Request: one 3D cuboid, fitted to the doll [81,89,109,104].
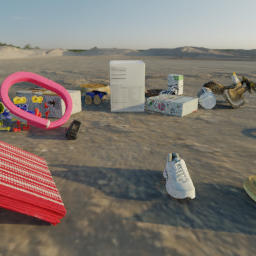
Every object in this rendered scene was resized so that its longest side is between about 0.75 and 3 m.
[{"bbox_3d":[-1.795,-1.787,15.303,1.527,0.542,2.239,-1,17,5],"label":"doll"}]

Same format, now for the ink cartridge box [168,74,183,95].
[{"bbox_3d":[2.871,-2.639,17.038,0.841,1.152,0.486,14,25,41],"label":"ink cartridge box"}]

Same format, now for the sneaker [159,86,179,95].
[{"bbox_3d":[2.590,-1.964,15.814,1.582,0.554,0.858,-24,23,-38],"label":"sneaker"}]

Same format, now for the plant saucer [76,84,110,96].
[{"bbox_3d":[-2.144,-2.450,17.587,2.544,0.450,2.544,0,18,0],"label":"plant saucer"}]

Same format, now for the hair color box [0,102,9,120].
[{"bbox_3d":[-5.413,-0.751,12.115,0.768,0.470,1.552,-11,21,-31],"label":"hair color box"}]

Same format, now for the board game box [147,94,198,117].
[{"bbox_3d":[2.051,-1.105,13.022,1.909,0.614,1.409,15,23,38],"label":"board game box"}]

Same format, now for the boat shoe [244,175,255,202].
[{"bbox_3d":[3.000,1.303,5.312,0.701,0.604,1.921,-5,18,-14],"label":"boat shoe"}]

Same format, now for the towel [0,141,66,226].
[{"bbox_3d":[-2.394,0.873,5.646,1.965,0.305,2.717,30,2,-29],"label":"towel"}]

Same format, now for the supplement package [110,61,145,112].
[{"bbox_3d":[-0.048,-2.074,13.467,1.601,2.177,2.082,-1,18,-1],"label":"supplement package"}]

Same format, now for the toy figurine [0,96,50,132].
[{"bbox_3d":[-4.326,-0.359,10.703,2.414,1.273,1.446,-7,-10,-28],"label":"toy figurine"}]

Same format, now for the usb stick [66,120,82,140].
[{"bbox_3d":[-1.873,0.056,9.809,0.408,0.240,1.471,22,17,-9],"label":"usb stick"}]

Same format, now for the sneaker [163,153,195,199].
[{"bbox_3d":[1.097,1.039,6.196,0.563,0.608,1.499,0,19,-6],"label":"sneaker"}]

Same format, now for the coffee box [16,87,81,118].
[{"bbox_3d":[-3.546,-1.183,12.598,2.490,0.993,1.424,8,19,24],"label":"coffee box"}]

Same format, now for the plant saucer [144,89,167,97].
[{"bbox_3d":[1.726,-2.075,16.718,1.507,0.260,1.507,0,17,0],"label":"plant saucer"}]

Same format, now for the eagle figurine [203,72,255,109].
[{"bbox_3d":[5.233,-1.891,14.068,2.457,1.854,1.864,-26,-5,-14],"label":"eagle figurine"}]

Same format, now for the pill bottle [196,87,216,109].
[{"bbox_3d":[3.839,-1.459,13.742,0.790,0.790,1.358,1,25,4],"label":"pill bottle"}]

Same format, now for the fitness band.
[{"bbox_3d":[-3.266,-1.010,10.123,2.569,1.845,0.481,24,-29,-18],"label":"fitness band"}]
